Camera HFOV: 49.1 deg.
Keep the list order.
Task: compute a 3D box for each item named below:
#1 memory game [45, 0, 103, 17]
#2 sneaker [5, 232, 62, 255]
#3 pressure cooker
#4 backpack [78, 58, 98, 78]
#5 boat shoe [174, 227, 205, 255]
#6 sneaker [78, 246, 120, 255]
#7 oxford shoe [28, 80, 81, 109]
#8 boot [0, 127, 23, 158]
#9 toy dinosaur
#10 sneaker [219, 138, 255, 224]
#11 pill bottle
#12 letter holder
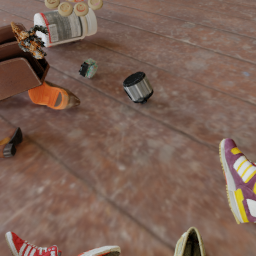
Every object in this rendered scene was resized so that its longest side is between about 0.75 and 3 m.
[{"bbox_3d":[-1.508,-4.100,7.954,2.132,0.136,2.132,0,77,-2],"label":"memory game"},{"bbox_3d":[-1.811,2.430,5.507,0.765,0.484,1.360,-31,56,-28],"label":"sneaker"},{"bbox_3d":[0.404,-1.346,9.813,0.895,1.018,0.909,-45,31,-21],"label":"pressure cooker"},{"bbox_3d":[-1.569,-2.448,11.399,0.585,0.690,0.777,27,37,-1],"label":"backpack"},{"bbox_3d":[1.066,2.755,4.827,0.781,0.829,2.178,3,39,4],"label":"boat shoe"},{"bbox_3d":[-0.816,2.749,5.177,1.671,0.644,0.684,-15,78,-33],"label":"sneaker"},{"bbox_3d":[-2.681,-1.169,9.894,2.495,0.889,0.909,28,16,38],"label":"oxford shoe"},{"bbox_3d":[-3.803,0.452,8.152,1.262,0.432,1.188,-5,46,5],"label":"boot"},{"bbox_3d":[-1.856,-1.707,5.309,0.471,0.922,0.626,-23,13,46],"label":"toy dinosaur"},{"bbox_3d":[2.843,1.126,6.631,1.044,0.868,2.317,-15,43,21],"label":"sneaker"},{"bbox_3d":[-3.060,-5.085,13.932,2.759,1.571,1.571,-22,44,-26],"label":"pill bottle"},{"bbox_3d":[-4.338,-2.081,9.315,2.659,1.890,1.337,-17,38,13],"label":"letter holder"}]
